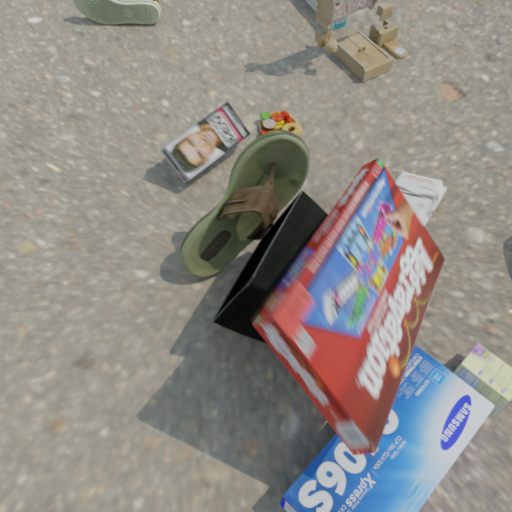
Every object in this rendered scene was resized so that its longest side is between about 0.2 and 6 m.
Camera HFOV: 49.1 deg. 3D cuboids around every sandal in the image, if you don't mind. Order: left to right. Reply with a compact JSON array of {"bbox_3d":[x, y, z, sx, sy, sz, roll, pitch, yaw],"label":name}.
[{"bbox_3d":[-0.116,-0.621,8.595,1.128,2.840,0.810,25,25,-28],"label":"sandal"}]

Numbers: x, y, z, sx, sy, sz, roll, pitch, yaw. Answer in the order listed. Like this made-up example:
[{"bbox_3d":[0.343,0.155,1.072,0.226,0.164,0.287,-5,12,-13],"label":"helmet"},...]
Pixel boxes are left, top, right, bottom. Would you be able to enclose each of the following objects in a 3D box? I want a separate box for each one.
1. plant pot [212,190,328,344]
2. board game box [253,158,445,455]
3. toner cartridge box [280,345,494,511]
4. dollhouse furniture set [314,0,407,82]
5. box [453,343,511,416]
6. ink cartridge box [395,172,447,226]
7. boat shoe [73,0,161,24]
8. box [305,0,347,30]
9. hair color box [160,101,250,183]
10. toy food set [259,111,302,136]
[{"bbox_3d":[0.628,0.452,8.295,1.569,1.765,1.769,34,58,-4],"label":"plant pot"},{"bbox_3d":[1.520,0.397,7.580,2.060,0.389,4.002,54,42,-15],"label":"board game box"},{"bbox_3d":[1.776,2.663,7.514,1.365,0.621,2.875,39,64,21],"label":"toner cartridge box"},{"bbox_3d":[2.418,-5.009,11.389,2.105,2.468,1.205,-28,62,-18],"label":"dollhouse furniture set"},{"bbox_3d":[3.326,1.774,8.094,0.793,0.383,0.698,39,41,21],"label":"box"},{"bbox_3d":[2.769,-1.014,9.891,0.763,0.446,1.316,20,58,31],"label":"ink cartridge box"},{"bbox_3d":[-3.191,-5.818,12.972,2.015,0.752,0.627,4,52,-3],"label":"boat shoe"},{"bbox_3d":[1.602,-6.024,13.145,0.372,0.622,1.513,-22,60,-14],"label":"box"},{"bbox_3d":[-0.933,-2.101,10.373,1.509,0.458,0.747,-40,102,-16],"label":"hair color box"},{"bbox_3d":[0.453,-2.587,11.167,0.828,0.204,0.837,-13,59,-8],"label":"toy food set"}]
